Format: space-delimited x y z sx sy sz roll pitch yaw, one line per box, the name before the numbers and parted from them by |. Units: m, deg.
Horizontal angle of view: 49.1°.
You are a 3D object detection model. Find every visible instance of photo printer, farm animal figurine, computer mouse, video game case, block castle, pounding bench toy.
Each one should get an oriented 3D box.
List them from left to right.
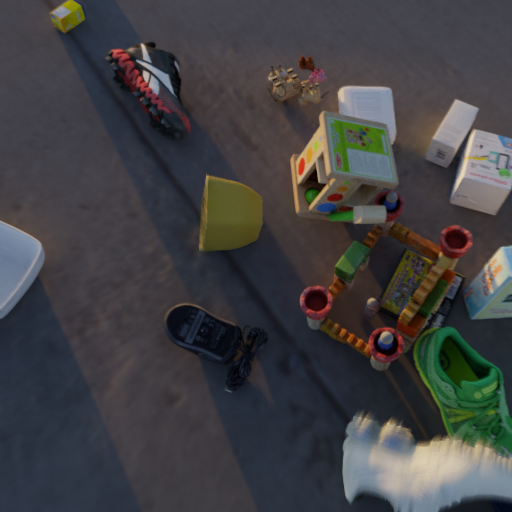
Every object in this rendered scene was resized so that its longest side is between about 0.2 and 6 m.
computer mouse | -0.791 1.454 9.548 1.732 0.457 1.199 28 66 2
farm animal figurine | 0.910 -3.616 12.027 1.269 0.669 1.283 -11 50 13
pounding bench toy | 1.538 -1.175 10.131 1.304 1.637 2.099 6 63 -19
photo printer | 2.314 -2.867 11.693 1.144 0.477 1.375 0 66 -1
block castle | 2.209 0.370 9.462 1.864 1.308 2.789 32 69 20
video game case | 2.951 0.665 10.066 1.206 0.170 1.335 27 67 13

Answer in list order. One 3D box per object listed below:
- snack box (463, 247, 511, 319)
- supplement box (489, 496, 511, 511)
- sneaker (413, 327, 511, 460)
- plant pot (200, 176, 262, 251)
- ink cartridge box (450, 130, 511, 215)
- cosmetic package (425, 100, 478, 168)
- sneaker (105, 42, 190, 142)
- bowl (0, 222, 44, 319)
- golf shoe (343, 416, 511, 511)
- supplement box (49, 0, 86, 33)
snack box | 5.300 0.398 9.269 3.138 1.823 0.582 -3 63 -2
supplement box | 4.096 3.687 8.038 0.977 0.978 0.656 -9 63 -5
sneaker | 3.372 2.308 8.657 0.998 1.126 2.695 -26 68 -12
plant pot | -0.454 -0.725 10.355 1.074 1.050 1.043 5 62 -10
ink cartridge box | 4.412 -1.602 10.825 0.898 0.894 1.224 17 64 10
cosmetic package | 3.992 -2.487 11.426 0.522 0.662 1.231 27 64 15
sneaker | -2.006 -3.577 11.805 1.341 0.970 2.744 -32 66 -13
bowl | -4.778 0.287 10.001 1.711 0.639 1.713 23 64 12
golf shoe | 2.564 3.239 7.981 2.804 1.098 1.363 3 70 33
supplement box | -4.437 -5.671 13.232 0.384 0.386 0.705 37 67 18
